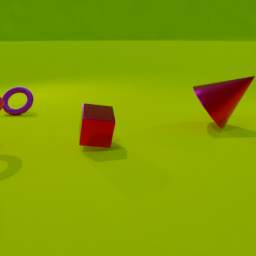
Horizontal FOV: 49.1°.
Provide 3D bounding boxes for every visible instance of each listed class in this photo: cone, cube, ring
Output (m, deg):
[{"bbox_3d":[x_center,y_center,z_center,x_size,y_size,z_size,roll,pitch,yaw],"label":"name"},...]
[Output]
[{"bbox_3d":[2.795,-0.970,7.626,1.458,1.452,1.452,-36,7,22],"label":"cone"},{"bbox_3d":[-0.725,-0.060,6.440,0.727,0.727,0.727,5,31,-13],"label":"cube"},{"bbox_3d":[-3.662,-0.902,9.283,1.055,1.055,0.211,0,-24,1],"label":"ring"}]

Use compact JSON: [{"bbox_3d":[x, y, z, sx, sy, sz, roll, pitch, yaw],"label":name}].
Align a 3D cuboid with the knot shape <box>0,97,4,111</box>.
[{"bbox_3d":[-3.381,-0.330,5.677,1.675,1.790,0.827,-18,43,1],"label":"knot shape"}]
